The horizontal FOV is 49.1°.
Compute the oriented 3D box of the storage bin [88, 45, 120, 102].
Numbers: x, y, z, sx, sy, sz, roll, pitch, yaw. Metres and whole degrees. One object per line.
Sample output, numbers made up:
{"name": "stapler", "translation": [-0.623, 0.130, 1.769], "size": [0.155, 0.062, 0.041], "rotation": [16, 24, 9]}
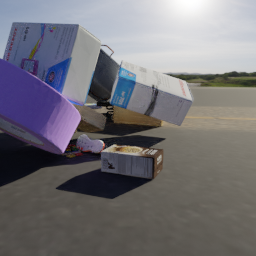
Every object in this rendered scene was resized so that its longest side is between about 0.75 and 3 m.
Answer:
{"name": "storage bin", "translation": [-1.123, -2.313, 10.813], "size": [2.699, 1.964, 1.813], "rotation": [38, -7, -27]}

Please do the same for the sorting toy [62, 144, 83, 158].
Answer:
{"name": "sorting toy", "translation": [-1.442, 0.531, 6.899], "size": [0.443, 0.155, 0.918], "rotation": [-6, 13, -28]}

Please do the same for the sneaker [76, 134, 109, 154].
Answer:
{"name": "sneaker", "translation": [-0.875, 0.462, 6.974], "size": [1.061, 0.409, 0.435], "rotation": [16, -9, 45]}

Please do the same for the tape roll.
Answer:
{"name": "tape roll", "translation": [-2.486, -0.444, 6.051], "size": [2.807, 0.921, 2.807], "rotation": [22, -16, 7]}

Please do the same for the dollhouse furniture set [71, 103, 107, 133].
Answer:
{"name": "dollhouse furniture set", "translation": [-2.215, -1.240, 8.634], "size": [2.498, 2.140, 2.627], "rotation": [28, -24, -38]}

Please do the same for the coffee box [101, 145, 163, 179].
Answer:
{"name": "coffee box", "translation": [0.093, 0.641, 5.539], "size": [1.098, 0.438, 0.620], "rotation": [4, 11, 21]}

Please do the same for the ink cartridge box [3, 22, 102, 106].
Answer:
{"name": "ink cartridge box", "translation": [-1.851, -1.495, 6.401], "size": [2.115, 1.529, 0.895], "rotation": [13, -3, 31]}

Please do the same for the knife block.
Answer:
{"name": "knife block", "translation": [-0.097, -0.624, 11.178], "size": [2.315, 0.844, 2.637], "rotation": [-4, 12, -19]}

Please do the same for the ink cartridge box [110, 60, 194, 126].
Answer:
{"name": "ink cartridge box", "translation": [0.740, -1.203, 9.274], "size": [2.423, 1.040, 1.774], "rotation": [18, 29, -8]}

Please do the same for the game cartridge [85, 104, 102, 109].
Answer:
{"name": "game cartridge", "translation": [-2.209, -1.258, 16.190], "size": [1.335, 0.270, 0.890], "rotation": [-3, 15, -16]}
